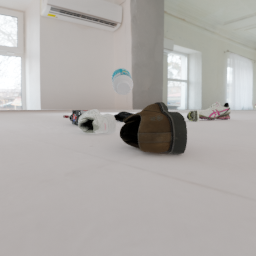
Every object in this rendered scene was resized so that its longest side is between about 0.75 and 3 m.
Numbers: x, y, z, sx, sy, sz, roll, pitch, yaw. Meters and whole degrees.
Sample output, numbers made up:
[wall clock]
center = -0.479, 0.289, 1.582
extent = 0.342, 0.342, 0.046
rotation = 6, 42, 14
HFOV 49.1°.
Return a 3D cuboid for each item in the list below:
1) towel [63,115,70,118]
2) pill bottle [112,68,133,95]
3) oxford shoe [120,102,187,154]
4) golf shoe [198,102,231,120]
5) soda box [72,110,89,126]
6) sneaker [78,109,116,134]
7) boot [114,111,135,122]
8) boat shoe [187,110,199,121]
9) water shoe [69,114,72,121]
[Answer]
[towel]
center = -3.282, -0.763, 18.495
extent = 1.783, 0.203, 1.284
rotation = 4, 6, 41
[pill bottle]
center = -0.287, -2.323, 14.201
extent = 1.021, 1.021, 1.842
rotation = -1, 30, -6
[oxford shoe]
center = 0.349, -0.072, 5.993
extent = 1.106, 0.952, 2.621
rotation = -2, 5, -6
[golf shoe]
center = 4.853, -0.971, 15.958
extent = 2.293, 1.056, 0.832
rotation = -4, 7, -27
[soda box]
center = -1.898, -0.442, 12.008
extent = 0.728, 0.652, 2.058
rotation = -2, 6, -20
[sneaker]
center = -1.227, -0.195, 8.876
extent = 0.948, 0.743, 1.908
rotation = -8, 8, -36
[boot]
center = -0.354, -0.573, 14.917
extent = 1.261, 0.502, 1.530
rotation = 0, 9, 27
[boat shoe]
center = 3.462, -0.642, 14.935
extent = 0.499, 0.596, 1.668
rotation = 1, -1, 6
[water shoe]
center = -2.316, -0.456, 14.217
extent = 1.327, 0.474, 0.524
rotation = 3, 34, 14
